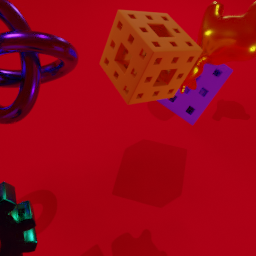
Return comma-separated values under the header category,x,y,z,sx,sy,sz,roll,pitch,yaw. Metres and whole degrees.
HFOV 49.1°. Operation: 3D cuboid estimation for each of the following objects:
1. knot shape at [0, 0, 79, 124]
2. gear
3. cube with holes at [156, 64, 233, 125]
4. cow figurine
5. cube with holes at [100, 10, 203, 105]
category,x,y,z,sx,sy,sz,roll,pitch,yaw
knot shape,-1.978,-1.163,4.443,2.058,1.926,0.951,-31,41,3
gear,-2.220,1.506,3.674,1.933,1.933,0.357,-20,36,-15
cube with holes,1.133,-1.012,5.911,1.268,1.268,1.268,34,100,-1
cow figurine,1.171,-1.033,3.789,1.270,0.697,1.250,19,85,42
cube with holes,0.248,-0.872,3.461,0.768,0.768,0.768,-12,57,-35
